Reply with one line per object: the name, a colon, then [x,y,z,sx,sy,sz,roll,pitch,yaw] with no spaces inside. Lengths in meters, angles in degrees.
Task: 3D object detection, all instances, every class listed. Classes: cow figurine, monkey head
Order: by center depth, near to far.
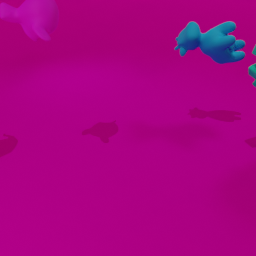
monkey head: [-1.649,-1.975,4.782,0.888,1.235,0.744,6,-17,-43]
cow figurine: [1.823,-1.881,6.350,1.314,1.335,0.733,-9,61,39]

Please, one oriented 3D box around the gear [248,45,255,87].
gear: [3.057,-1.366,5.103,1.726,1.726,0.319,-10,42,-17]
